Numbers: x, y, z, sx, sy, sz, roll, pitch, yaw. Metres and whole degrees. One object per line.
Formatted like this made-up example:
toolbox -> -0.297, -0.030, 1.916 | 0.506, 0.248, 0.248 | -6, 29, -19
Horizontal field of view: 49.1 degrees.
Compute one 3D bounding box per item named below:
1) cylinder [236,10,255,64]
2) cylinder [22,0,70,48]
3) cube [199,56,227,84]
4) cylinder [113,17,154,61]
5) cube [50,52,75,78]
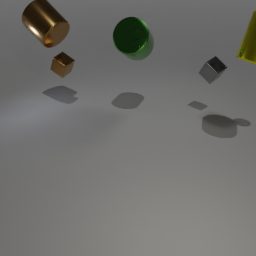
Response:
cylinder -> 4.136, -2.578, 8.257 | 1.400, 1.400, 1.400 | 13, 22, -6
cylinder -> -3.389, -4.312, 11.592 | 1.400, 1.400, 1.400 | 47, 42, 5
cube -> 3.541, -2.420, 11.706 | 0.700, 0.700, 0.700 | -34, 75, -27
cylinder -> 0.247, -3.500, 11.138 | 1.400, 1.400, 1.400 | 8, 5, 13
cube -> -2.877, -2.775, 12.312 | 0.700, 0.700, 0.700 | 35, 47, 2
